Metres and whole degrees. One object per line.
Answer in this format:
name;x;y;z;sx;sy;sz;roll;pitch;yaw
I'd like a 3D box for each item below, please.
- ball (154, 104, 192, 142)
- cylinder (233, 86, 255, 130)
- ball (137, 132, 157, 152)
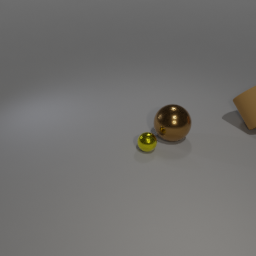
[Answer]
ball;1.656;-0.190;10.445;1.400;1.400;1.400;0;31;0
cylinder;5.096;-0.850;11.003;1.400;1.400;1.400;-20;78;-30
ball;0.680;0.489;9.902;0.700;0.700;0.700;0;31;0
